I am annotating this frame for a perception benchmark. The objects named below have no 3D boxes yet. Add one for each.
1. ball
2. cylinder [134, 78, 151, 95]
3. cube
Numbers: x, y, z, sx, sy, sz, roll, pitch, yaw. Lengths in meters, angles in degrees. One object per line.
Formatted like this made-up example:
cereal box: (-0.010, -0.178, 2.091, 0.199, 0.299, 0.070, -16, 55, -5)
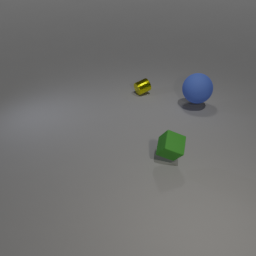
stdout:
ball: (3.233, -1.840, 13.030, 1.400, 1.400, 1.400, 0, 30, 0)
cylinder: (0.768, -2.191, 14.870, 0.700, 0.700, 0.700, -27, 37, -15)
cube: (1.430, 0.588, 9.341, 0.700, 0.700, 0.700, 20, 62, -13)
